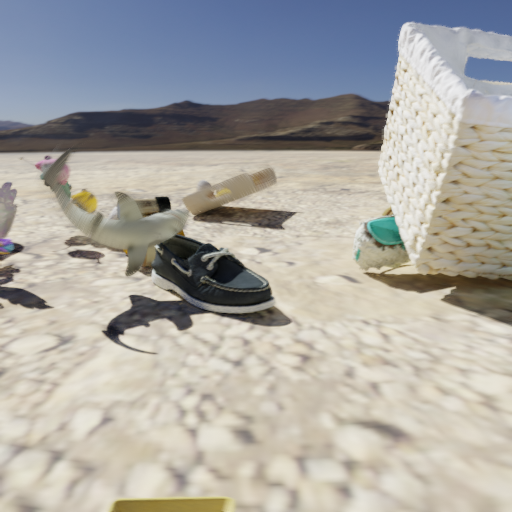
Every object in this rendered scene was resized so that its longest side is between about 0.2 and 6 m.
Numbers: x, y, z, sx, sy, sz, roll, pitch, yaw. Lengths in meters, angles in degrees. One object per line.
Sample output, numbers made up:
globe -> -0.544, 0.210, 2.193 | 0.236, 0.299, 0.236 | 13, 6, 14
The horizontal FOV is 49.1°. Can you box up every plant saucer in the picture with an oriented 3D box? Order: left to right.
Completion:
plant saucer -> -0.402, 1.320, 2.478 | 0.602, 0.146, 0.602 | 0, 12, -1

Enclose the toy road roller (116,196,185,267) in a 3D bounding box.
toy road roller -> -1.602, -0.238, 8.329 | 0.788, 0.936, 1.283 | -7, 52, -27

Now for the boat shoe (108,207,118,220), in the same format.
boat shoe -> -2.308, -0.525, 9.835 | 0.524, 0.550, 1.528 | 23, 8, -7

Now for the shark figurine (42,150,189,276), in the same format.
shark figurine -> -1.826, -0.390, 6.638 | 1.802, 1.077, 0.752 | 25, -18, -17

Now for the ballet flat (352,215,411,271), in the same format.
ballet flat -> 2.336, -0.242, 7.862 | 2.382, 0.855, 0.855 | -7, 14, -23

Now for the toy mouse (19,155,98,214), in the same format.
toy mouse -> -3.520, -1.391, 10.054 | 1.625, 0.354, 1.828 | 37, -18, 7

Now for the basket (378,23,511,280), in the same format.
basket -> 3.153, -1.342, 7.022 | 2.782, 2.258, 2.807 | 5, 37, -5

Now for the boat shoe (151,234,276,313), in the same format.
boat shoe -> -0.588, 0.157, 6.465 | 2.071, 0.625, 0.783 | 12, 18, 43

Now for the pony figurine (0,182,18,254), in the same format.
pony figurine -> -3.865, -0.388, 7.276 | 1.273, 1.476, 1.529 | 31, 30, 26

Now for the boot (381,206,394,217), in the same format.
boot -> 3.235, -0.425, 8.979 | 1.776, 0.671, 2.028 | -4, 14, -17

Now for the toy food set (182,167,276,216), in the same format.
toy food set -> -0.566, -1.616, 12.868 | 1.623, 0.683, 2.262 | -19, 7, 19
